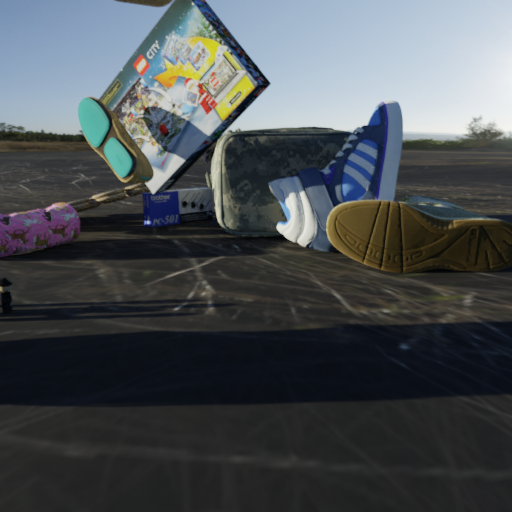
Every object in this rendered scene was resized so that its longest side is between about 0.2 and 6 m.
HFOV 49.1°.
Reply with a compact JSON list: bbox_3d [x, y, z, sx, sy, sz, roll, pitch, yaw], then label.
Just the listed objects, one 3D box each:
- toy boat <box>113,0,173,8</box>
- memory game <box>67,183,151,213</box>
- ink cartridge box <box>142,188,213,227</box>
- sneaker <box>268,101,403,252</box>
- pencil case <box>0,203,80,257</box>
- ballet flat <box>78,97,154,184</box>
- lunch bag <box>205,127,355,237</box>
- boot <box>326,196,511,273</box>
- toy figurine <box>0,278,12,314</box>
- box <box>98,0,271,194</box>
[{"bbox_3d":[-1.599,-3.856,7.412,1.196,0.782,0.780,-5,-18,-31],"label":"toy boat"},{"bbox_3d":[-3.438,-1.173,12.145,3.383,0.215,3.383,-15,8,2],"label":"memory game"},{"bbox_3d":[-1.721,-1.089,12.423,1.582,0.744,0.350,-10,14,-35],"label":"ink cartridge box"},{"bbox_3d":[1.332,-1.506,9.831,2.150,2.937,1.183,9,-14,6],"label":"sneaker"},{"bbox_3d":[-4.005,-0.452,9.708,0.803,0.768,1.856,-1,11,35],"label":"pencil case"},{"bbox_3d":[-2.161,-1.732,8.611,0.574,0.625,1.821,8,42,-56],"label":"ballet flat"},{"bbox_3d":[0.509,-1.580,11.638,3.066,2.137,2.572,-2,10,-6],"label":"lunch bag"},{"bbox_3d":[2.472,-0.482,9.236,2.895,1.043,2.239,5,14,-2],"label":"boot"},{"bbox_3d":[-3.190,0.480,6.489,0.605,0.421,0.595,8,15,29],"label":"toy figurine"},{"bbox_3d":[-1.290,-2.514,8.935,2.659,1.816,0.501,-39,-3,31],"label":"box"}]
